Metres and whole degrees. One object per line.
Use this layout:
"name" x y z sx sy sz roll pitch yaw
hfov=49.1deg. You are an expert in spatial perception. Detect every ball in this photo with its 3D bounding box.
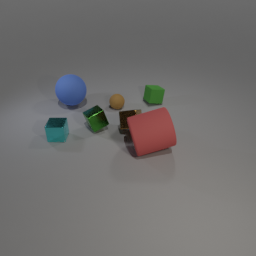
"ball" -0.500 -1.209 12.761 0.700 0.700 0.700 0 32 0
"ball" -2.583 -1.723 12.700 1.400 1.400 1.400 0 32 0

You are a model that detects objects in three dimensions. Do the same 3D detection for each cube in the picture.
"cube" 1.219 -1.593 13.185 0.700 0.700 0.700 -2 25 -24
"cube" -2.711 0.069 10.737 0.700 0.700 0.700 0 33 2
"cube" 0.121 -0.340 10.944 0.700 0.700 0.700 -5 2 22
"cube" -1.283 -0.380 11.163 0.700 0.700 0.700 -29 32 -14

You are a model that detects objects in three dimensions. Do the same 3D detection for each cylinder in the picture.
"cylinder" 0.807 0.125 9.743 1.400 1.400 1.400 -16 34 -1
